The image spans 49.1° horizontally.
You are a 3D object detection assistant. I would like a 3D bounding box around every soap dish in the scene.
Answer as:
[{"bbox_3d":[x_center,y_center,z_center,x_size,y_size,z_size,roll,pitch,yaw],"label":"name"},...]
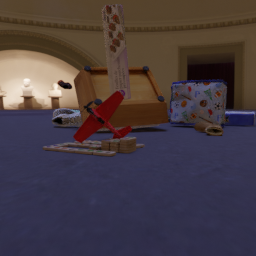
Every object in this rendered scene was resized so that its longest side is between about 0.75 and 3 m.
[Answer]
[{"bbox_3d":[-0.230,-1.092,9.523,2.904,2.285,1.180,-5,-38,-18],"label":"soap dish"}]

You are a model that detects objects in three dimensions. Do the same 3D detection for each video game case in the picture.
[{"bbox_3d":[4.311,-0.433,12.286,2.288,0.520,2.074,2,5,25],"label":"video game case"}]

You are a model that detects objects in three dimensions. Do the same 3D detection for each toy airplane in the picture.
[{"bbox_3d":[-0.425,-0.057,5.404,1.272,1.272,0.234,-3,31,-29],"label":"toy airplane"}]

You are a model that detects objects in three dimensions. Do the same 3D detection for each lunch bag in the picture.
[{"bbox_3d":[2.644,-0.932,10.776,2.081,1.769,1.289,2,0,27],"label":"lunch bag"}]

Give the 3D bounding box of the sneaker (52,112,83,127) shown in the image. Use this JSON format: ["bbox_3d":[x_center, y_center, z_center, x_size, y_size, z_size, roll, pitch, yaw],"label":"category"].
[{"bbox_3d":[-2.065,-0.272,10.494,1.668,0.622,0.727,-8,6,15],"label":"sneaker"}]

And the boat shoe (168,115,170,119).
[{"bbox_3d":[2.610,-0.698,16.904,0.867,0.268,0.316,-2,5,-24],"label":"boat shoe"}]

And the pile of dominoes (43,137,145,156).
[{"bbox_3d":[-0.629,0.277,5.574,1.670,0.266,1.302,3,6,26],"label":"pile of dominoes"}]

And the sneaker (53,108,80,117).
[{"bbox_3d":[-2.474,-0.469,11.805,1.811,0.666,1.068,8,4,-41],"label":"sneaker"}]

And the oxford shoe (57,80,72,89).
[{"bbox_3d":[-2.295,-1.529,10.400,0.299,0.294,0.825,47,14,18],"label":"oxford shoe"}]

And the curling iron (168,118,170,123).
[{"bbox_3d":[2.759,-0.472,13.995,2.470,0.316,0.612,-4,7,-37],"label":"curling iron"}]

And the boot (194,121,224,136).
[{"bbox_3d":[2.366,0.013,8.290,0.895,0.338,1.022,2,6,20],"label":"boot"}]

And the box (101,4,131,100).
[{"bbox_3d":[-0.277,-1.746,6.628,0.417,2.155,0.447,-9,12,-16],"label":"box"}]
